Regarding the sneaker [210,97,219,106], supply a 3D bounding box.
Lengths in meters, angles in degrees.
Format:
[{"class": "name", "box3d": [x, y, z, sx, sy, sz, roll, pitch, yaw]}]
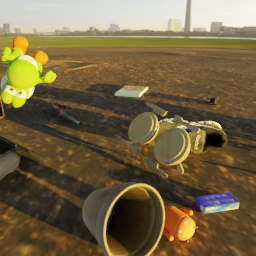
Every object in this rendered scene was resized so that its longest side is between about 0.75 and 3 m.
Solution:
[{"class": "sneaker", "box3d": [4.321, -1.330, 14.098, 0.441, 0.381, 1.006, -3, 12, 25]}]

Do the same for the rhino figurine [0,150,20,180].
[{"class": "rhino figurine", "box3d": [-3.642, 1.171, 6.836, 1.047, 0.716, 2.395, 4, 28, 23]}]

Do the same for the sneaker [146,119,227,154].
[{"class": "sneaker", "box3d": [1.867, 0.283, 8.886, 2.804, 0.932, 1.269, -1, 18, -8]}]

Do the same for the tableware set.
[{"class": "tableware set", "box3d": [0.943, 0.308, 8.394, 0.501, 1.651, 2.498, 35, 0, -40]}]

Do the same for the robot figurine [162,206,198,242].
[{"class": "robot figurine", "box3d": [0.958, 1.831, 5.433, 0.587, 0.476, 0.816, -11, 23, -33]}]

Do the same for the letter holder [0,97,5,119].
[{"class": "letter holder", "box3d": [-6.138, -1.022, 12.157, 1.498, 1.065, 0.753, 18, 27, 38]}]

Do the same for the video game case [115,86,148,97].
[{"class": "video game case", "box3d": [0.228, -2.174, 16.472, 1.468, 0.183, 2.051, 6, 22, 16]}]

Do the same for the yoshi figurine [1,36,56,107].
[{"class": "yoshi figurine", "box3d": [-2.912, -1.707, 8.005, 1.474, 1.469, 2.623, -6, 43, -2]}]

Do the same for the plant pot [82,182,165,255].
[{"class": "plant pot", "box3d": [-0.215, 1.617, 5.132, 1.361, 1.361, 1.181, -18, 11, -39]}]

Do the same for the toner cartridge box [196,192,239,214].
[{"class": "toner cartridge box", "box3d": [1.994, 1.672, 6.263, 0.842, 0.182, 0.400, -5, 22, -11]}]

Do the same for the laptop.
[{"class": "laptop", "box3d": [-3.503, 0.857, 7.628, 1.934, 1.127, 2.183, 14, 37, 44]}]

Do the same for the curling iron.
[{"class": "curling iron", "box3d": [-2.630, -0.682, 12.253, 0.699, 0.360, 2.819, -11, 23, -28]}]
